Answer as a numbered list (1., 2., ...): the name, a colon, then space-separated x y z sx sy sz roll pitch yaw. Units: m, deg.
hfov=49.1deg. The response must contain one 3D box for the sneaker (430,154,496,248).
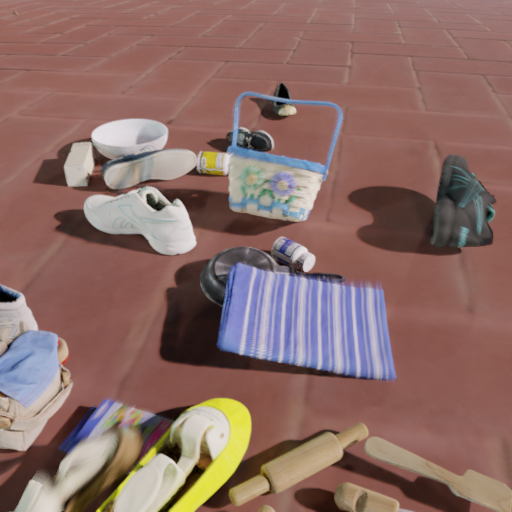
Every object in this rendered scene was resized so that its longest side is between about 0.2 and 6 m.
1. sneaker: 4.034 -1.024 10.891 1.080 1.027 2.724 9 44 15

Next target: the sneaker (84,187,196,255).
1. sneaker: -2.237 -0.882 10.606 2.583 1.035 0.908 17 39 26

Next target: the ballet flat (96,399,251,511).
1. ballet flat: -0.836 2.269 6.002 0.875 0.878 2.619 20 38 24

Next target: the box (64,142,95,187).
1. box: -4.045 -2.116 12.876 0.452 0.543 1.323 -4 33 -4

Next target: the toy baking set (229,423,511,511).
1. toy baking set: 1.165 2.752 5.845 2.879 0.335 2.209 -21 42 -28

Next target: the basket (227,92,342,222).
1. basket: 0.479 -1.870 10.751 2.044 2.319 1.613 9 2 12

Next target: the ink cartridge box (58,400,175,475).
1. ink cartridge box: -1.652 2.168 6.739 1.260 0.264 0.752 10 35 18

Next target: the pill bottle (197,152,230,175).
1. pill bottle: -0.883 -2.125 12.913 0.895 0.503 0.503 6 34 8

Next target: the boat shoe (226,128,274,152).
1. boat shoe: -0.171 -2.866 14.028 0.451 0.565 1.495 -24 29 -33

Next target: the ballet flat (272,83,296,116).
1. ballet flat: 0.772 -4.566 16.509 0.649 0.554 1.952 -4 34 -6

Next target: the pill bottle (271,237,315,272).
1. pill bottle: 0.654 -0.010 9.824 0.719 0.430 0.430 30 44 35

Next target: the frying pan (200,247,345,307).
1. frying pan: 0.205 0.432 9.224 2.330 0.379 1.409 14 45 13

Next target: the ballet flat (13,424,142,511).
1. ballet flat: -1.957 2.398 5.788 0.604 0.644 1.781 27 51 38

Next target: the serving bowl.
1. serving bowl: -3.083 -2.776 13.794 1.831 0.602 1.831 1 34 0

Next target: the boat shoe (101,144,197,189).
1. boat shoe: -2.394 -2.031 12.526 2.099 0.786 0.649 -20 43 -13

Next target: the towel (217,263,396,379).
1. towel: 0.742 0.901 8.242 2.498 0.298 1.809 10 37 -1

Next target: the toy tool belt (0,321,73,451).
1. toy tool belt: -2.912 1.407 7.054 1.156 1.138 1.852 3 34 4

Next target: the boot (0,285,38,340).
1. boot: -4.103 0.712 8.352 1.783 0.852 0.656 10 35 14
